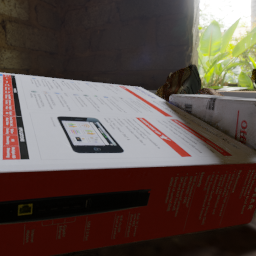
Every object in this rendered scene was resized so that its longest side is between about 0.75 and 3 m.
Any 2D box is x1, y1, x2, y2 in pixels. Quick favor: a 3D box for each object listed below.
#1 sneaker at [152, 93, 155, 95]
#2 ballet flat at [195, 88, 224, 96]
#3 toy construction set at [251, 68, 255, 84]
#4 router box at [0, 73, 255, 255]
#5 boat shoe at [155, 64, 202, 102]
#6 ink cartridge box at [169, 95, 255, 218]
[{"bbox_3d":[0.405,-1.246,13.849,2.389,0.897,0.968,2,19,39],"label":"sneaker"},{"bbox_3d":[2.419,-0.611,7.480,0.842,0.853,2.505,53,19,25],"label":"ballet flat"},{"bbox_3d":[4.441,-0.906,7.490,2.729,2.097,2.276,-8,12,-43],"label":"toy construction set"},{"bbox_3d":[-0.457,0.069,3.268,2.605,0.709,2.903,2,20,-24],"label":"router box"},{"bbox_3d":[1.348,-0.804,8.066,1.058,1.084,2.866,-6,34,31],"label":"boat shoe"},{"bbox_3d":[1.289,0.222,3.427,0.682,1.185,2.046,-2,10,-23],"label":"ink cartridge box"}]
